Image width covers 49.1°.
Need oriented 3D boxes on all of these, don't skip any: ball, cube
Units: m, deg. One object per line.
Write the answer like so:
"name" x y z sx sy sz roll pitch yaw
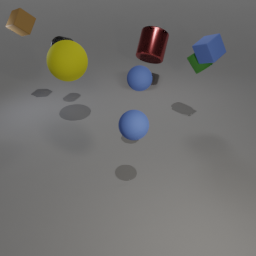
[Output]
"ball" 0.131 -0.068 6.399 0.700 0.700 0.700 0 30 0
"ball" -2.098 -2.321 9.713 1.400 1.400 1.400 0 30 0
"ball" 0.317 -1.362 7.684 0.700 0.700 0.700 0 30 0
"cube" 2.749 -2.674 9.485 0.700 0.700 0.700 -41 26 -20
"cube" -4.048 -3.989 10.593 0.700 0.700 0.700 10 -10 43

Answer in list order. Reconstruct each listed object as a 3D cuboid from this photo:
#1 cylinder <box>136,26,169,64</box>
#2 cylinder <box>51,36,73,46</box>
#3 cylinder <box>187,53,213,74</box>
"cylinder" 1.210 -4.100 13.931 1.400 1.400 1.400 14 -4 1
"cylinder" -2.523 -3.201 10.960 0.700 0.700 0.700 9 15 15
"cylinder" 2.642 -2.471 10.292 0.700 0.700 0.700 -32 5 3
